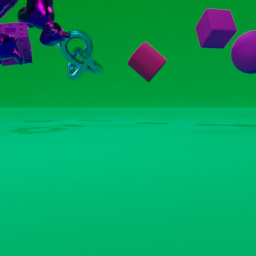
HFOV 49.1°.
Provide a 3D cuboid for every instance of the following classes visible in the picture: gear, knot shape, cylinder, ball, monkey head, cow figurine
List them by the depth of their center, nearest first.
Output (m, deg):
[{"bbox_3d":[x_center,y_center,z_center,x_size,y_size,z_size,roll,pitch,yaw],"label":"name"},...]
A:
[{"bbox_3d":[-2.573,-1.607,5.854,0.620,0.740,1.029,-26,-14,-31],"label":"monkey head"},{"bbox_3d":[-2.821,-2.697,6.147,0.319,1.722,1.722,46,-20,-27],"label":"gear"},{"bbox_3d":[-2.242,-3.061,7.667,1.528,1.553,0.852,16,16,22],"label":"cow figurine"},{"bbox_3d":[3.670,-2.210,8.211,1.232,1.232,1.232,0,5,0],"label":"ball"},{"bbox_3d":[0.640,-2.213,9.429,0.970,0.970,0.970,41,5,-1],"label":"cylinder"},{"bbox_3d":[-3.827,-4.242,10.759,0.801,0.801,0.801,0,5,0],"label":"ball"},{"bbox_3d":[-1.987,-2.719,11.300,0.941,2.037,1.906,-40,3,-42],"label":"knot shape"}]

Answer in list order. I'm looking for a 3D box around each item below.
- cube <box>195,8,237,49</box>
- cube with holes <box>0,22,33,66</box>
[{"bbox_3d":[2.530,-2.864,8.119,0.782,0.782,0.782,-1,-24,-14],"label":"cube"},{"bbox_3d":[-4.221,-3.116,10.364,1.091,1.091,1.091,-10,49,-13],"label":"cube with holes"}]
